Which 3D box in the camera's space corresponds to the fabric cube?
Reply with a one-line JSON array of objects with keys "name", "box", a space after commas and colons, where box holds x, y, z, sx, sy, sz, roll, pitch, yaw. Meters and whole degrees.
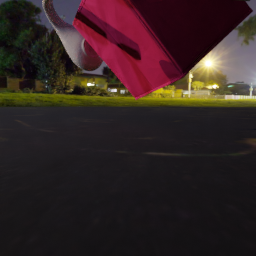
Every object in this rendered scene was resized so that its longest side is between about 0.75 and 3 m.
[{"name": "fabric cube", "box": [0.757, -2.987, 7.598, 2.930, 2.977, 2.986, -43, 10, -19]}]

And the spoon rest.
[{"name": "spoon rest", "box": [-1.735, -3.043, 9.054, 0.814, 2.684, 1.334, 2, 48, 48]}]
